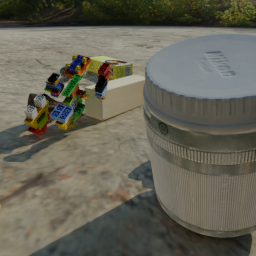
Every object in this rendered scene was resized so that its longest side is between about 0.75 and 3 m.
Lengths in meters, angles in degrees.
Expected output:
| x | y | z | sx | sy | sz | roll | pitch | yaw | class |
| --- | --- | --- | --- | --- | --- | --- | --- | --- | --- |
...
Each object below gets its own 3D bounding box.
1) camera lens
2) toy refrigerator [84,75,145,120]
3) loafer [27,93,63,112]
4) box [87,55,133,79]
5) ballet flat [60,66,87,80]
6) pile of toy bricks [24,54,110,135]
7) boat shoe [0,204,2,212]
| x | y | z | sx | sy | sz | roll | pitch | yaw | class |
| --- | --- | --- | --- | --- | --- | --- | --- | --- | --- |
| 1.346 | 0.172 | 4.292 | 2.095 | 2.619 | 2.095 | -8 | 37 | 6 | camera lens |
| -0.311 | -1.099 | 9.410 | 0.859 | 0.933 | 2.456 | 19 | 29 | 35 | toy refrigerator |
| -2.385 | -0.789 | 8.406 | 0.549 | 0.533 | 1.503 | -9 | -4 | 23 | loafer |
| -1.028 | -3.134 | 14.294 | 1.074 | 0.715 | 2.854 | -18 | 29 | -36 | box |
| -2.461 | -2.800 | 13.726 | 0.807 | 0.807 | 2.243 | 9 | 26 | 19 | ballet flat |
| -1.546 | -0.743 | 8.069 | 1.594 | 1.418 | 2.873 | 19 | 53 | 10 | pile of toy bricks |
| -2.741 | 1.070 | 4.958 | 1.755 | 0.649 | 0.583 | 15 | 34 | 31 | boat shoe |
